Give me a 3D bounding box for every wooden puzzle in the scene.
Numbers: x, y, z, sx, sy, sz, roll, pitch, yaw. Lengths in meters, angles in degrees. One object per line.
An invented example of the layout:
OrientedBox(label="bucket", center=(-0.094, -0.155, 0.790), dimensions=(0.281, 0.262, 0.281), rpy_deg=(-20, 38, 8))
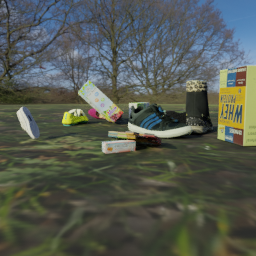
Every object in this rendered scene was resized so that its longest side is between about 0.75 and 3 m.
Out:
OrientedBox(label="wooden puzzle", center=(0.215, 0.262, 7.224), dimensions=(1.186, 0.140, 1.999), rpy_deg=(5, -6, 14))

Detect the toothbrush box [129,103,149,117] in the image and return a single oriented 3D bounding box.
OrientedBox(label="toothbrush box", center=(0.642, -0.939, 15.790), dimensions=(0.574, 0.970, 1.333), rpy_deg=(4, 8, 33))

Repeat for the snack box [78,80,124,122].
OrientedBox(label="snack box", center=(-1.368, -1.232, 13.525), dimensions=(2.176, 0.736, 1.835), rpy_deg=(44, -7, -10))

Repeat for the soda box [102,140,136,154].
OrientedBox(label="soda box", center=(-0.216, 0.437, 6.668), dimensions=(0.782, 0.248, 0.267), rpy_deg=(-2, 7, -26))

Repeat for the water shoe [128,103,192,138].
OrientedBox(label="water shoe", center=(0.933, -0.292, 9.448), dimensions=(0.972, 1.073, 2.719), rpy_deg=(-6, 8, -41))

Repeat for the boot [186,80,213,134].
OrientedBox(label="boot", center=(2.692, -0.805, 10.431), dimensions=(0.896, 1.875, 2.482), rpy_deg=(3, 7, 24))

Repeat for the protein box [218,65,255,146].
OrientedBox(label="protein box", center=(3.854, -0.642, 7.992), dimensions=(2.066, 2.082, 1.404), rpy_deg=(-1, 6, -10))

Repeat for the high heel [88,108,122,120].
OrientedBox(label="high heel", center=(-1.385, -0.859, 16.013), dimensions=(2.073, 0.699, 0.996), rpy_deg=(5, -4, 11))

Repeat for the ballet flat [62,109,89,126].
OrientedBox(label="ballet flat", center=(-2.446, -0.546, 13.387), dimensions=(0.716, 0.719, 2.145), rpy_deg=(2, 6, 16))

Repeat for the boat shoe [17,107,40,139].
OrientedBox(label="boat shoe", center=(-3.013, -0.102, 8.366), dimensions=(0.354, 1.078, 0.388), rpy_deg=(-32, -7, 20))

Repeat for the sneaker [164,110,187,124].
OrientedBox(label="sneaker", center=(1.951, -0.250, 11.726), dimensions=(2.159, 0.774, 0.894), rpy_deg=(-2, -14, -33))
